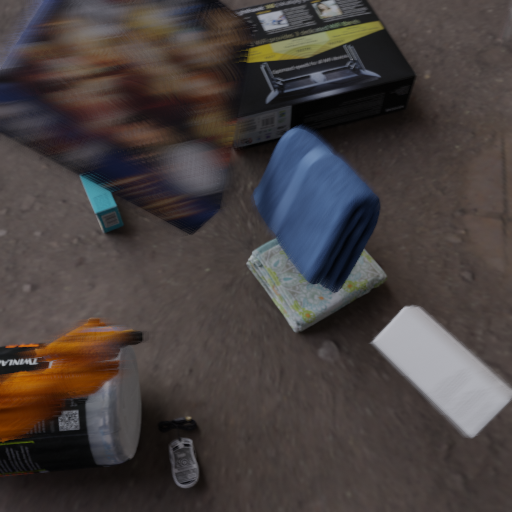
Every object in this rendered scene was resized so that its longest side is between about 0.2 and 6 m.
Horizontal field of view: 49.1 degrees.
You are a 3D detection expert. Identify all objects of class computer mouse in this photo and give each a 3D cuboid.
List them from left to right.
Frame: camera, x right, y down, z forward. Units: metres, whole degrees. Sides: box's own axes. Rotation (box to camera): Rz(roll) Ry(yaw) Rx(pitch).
[{"bbox_3d":[-1.158,3.052,8.667,0.600,0.240,1.095,-9,55,-10],"label":"computer mouse"}]

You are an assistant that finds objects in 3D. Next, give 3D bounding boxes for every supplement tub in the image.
[{"bbox_3d":[-3.324,2.219,8.201,3.024,1.853,1.853,-4,61,-3],"label":"supplement tub"}]

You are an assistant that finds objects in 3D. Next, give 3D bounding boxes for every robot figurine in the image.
[{"bbox_3d":[-1.910,1.130,5.712,1.471,2.028,0.590,-29,96,-6],"label":"robot figurine"}]

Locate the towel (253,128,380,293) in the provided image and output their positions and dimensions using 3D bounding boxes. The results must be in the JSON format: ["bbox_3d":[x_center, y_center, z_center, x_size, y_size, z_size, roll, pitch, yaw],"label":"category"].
[{"bbox_3d":[0.821,-0.794,8.257,0.673,1.547,2.772,16,24,-26],"label":"towel"}]

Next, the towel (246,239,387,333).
[{"bbox_3d":[1.064,0.245,10.127,2.002,0.482,1.714,-29,67,-15],"label":"towel"}]

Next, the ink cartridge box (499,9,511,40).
[{"bbox_3d":[4.142,-3.762,8.720,0.636,0.722,0.161,-18,72,6],"label":"ink cartridge box"}]

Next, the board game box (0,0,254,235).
[{"bbox_3d":[-1.704,-2.921,8.523,3.134,0.800,4.626,28,48,-25],"label":"board game box"}]

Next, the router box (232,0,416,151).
[{"bbox_3d":[0.944,-4.213,12.293,4.011,1.048,3.154,-15,62,-8],"label":"router box"}]

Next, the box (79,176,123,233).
[{"bbox_3d":[-3.109,-1.335,10.871,0.423,0.709,1.722,-23,63,-13],"label":"box"}]

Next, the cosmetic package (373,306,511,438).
[{"bbox_3d":[2.197,1.302,6.578,1.488,0.801,0.631,44,105,26],"label":"cosmetic package"}]
